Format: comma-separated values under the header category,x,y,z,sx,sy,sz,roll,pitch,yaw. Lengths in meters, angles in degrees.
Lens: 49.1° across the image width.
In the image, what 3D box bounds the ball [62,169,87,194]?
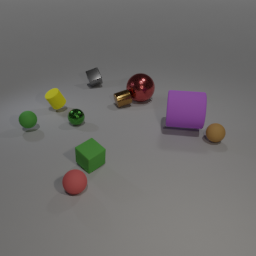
category,x,y,z,sx,sy,sz,roll,pitch,yaw
ball,-1.513,1.529,7.973,0.700,0.700,0.700,0,29,0

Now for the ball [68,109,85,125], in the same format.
category,x,y,z,sx,sy,sz,roll,pitch,yaw
ball,-2.148,-0.457,11.628,0.700,0.700,0.700,0,29,0

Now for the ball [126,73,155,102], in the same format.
category,x,y,z,sx,sy,sz,roll,pitch,yaw
ball,0.611,-1.967,13.686,1.400,1.400,1.400,0,29,0

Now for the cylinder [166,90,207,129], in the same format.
category,x,y,z,sx,sy,sz,roll,pitch,yaw
cylinder,2.200,-0.708,10.723,1.400,1.400,1.400,5,29,9

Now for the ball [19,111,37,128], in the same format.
category,x,y,z,sx,sy,sz,roll,pitch,yaw
ball,-3.966,-0.335,11.109,0.700,0.700,0.700,0,29,0

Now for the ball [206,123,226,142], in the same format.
category,x,y,z,sx,sy,sz,roll,pitch,yaw
ball,3.224,0.172,10.311,0.700,0.700,0.700,0,29,0

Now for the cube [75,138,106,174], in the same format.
category,x,y,z,sx,sy,sz,roll,pitch,yaw
cube,-1.204,0.883,8.985,0.700,0.700,0.700,37,50,29

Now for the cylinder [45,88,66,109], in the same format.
category,x,y,z,sx,sy,sz,roll,pitch,yaw
cylinder,-3.270,-1.320,12.658,0.700,0.700,0.700,-15,44,15

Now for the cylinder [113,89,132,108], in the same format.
category,x,y,z,sx,sy,sz,roll,pitch,yaw
cylinder,-0.247,-1.395,13.210,0.700,0.700,0.700,-20,33,-11

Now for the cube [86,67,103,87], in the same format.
category,x,y,z,sx,sy,sz,roll,pitch,yaw
cube,-1.861,-2.788,15.453,0.700,0.700,0.700,-21,74,-6
